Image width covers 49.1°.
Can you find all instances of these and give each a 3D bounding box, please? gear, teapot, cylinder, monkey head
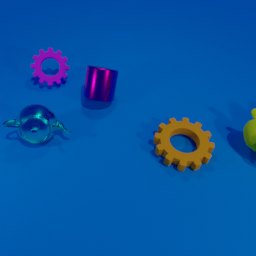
[{"bbox_3d":[1.409,0.384,7.120,1.480,0.274,1.480,2,52,-3],"label":"gear"},{"bbox_3d":[-2.271,-0.048,7.103,1.676,1.042,0.820,4,22,-14],"label":"teapot"},{"bbox_3d":[-0.794,-1.295,8.149,0.910,0.910,0.910,10,14,-2],"label":"cylinder"},{"bbox_3d":[3.335,0.162,6.929,0.901,0.755,1.253,-7,77,11],"label":"monkey head"},{"bbox_3d":[-2.445,-1.918,8.832,1.139,1.139,0.211,-11,5,-10],"label":"gear"}]
